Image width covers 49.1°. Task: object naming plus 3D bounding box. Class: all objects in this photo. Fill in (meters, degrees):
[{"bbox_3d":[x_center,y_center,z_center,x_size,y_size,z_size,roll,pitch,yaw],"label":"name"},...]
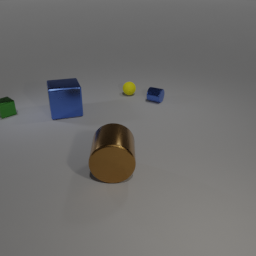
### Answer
[{"bbox_3d":[-2.883,-1.363,12.769,1.400,1.400,1.400,-8,28,-15],"label":"cube"},{"bbox_3d":[-0.474,0.769,8.844,1.400,1.400,1.400,0,28,-1],"label":"cylinder"},{"bbox_3d":[-5.604,-0.938,12.752,0.700,0.700,0.700,25,37,38],"label":"cube"},{"bbox_3d":[0.066,-2.101,14.839,0.700,0.700,0.700,0,28,0],"label":"ball"},{"bbox_3d":[1.388,-1.673,14.098,0.700,0.700,0.700,15,32,25],"label":"cylinder"}]
